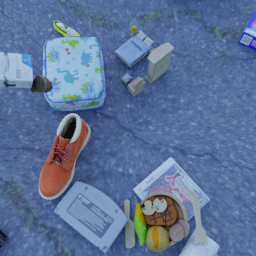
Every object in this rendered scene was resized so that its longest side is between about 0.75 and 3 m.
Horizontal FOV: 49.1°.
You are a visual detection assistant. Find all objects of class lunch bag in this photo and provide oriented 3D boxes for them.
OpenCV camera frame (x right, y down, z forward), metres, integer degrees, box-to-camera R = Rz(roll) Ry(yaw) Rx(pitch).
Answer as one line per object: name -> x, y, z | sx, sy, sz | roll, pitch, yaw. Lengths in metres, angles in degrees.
lunch bag -> -2.038, -2.053, 10.555 | 2.293, 1.176, 2.853 | -6, 71, -4

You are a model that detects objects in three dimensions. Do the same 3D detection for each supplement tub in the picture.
supplement tub -> 2.084, 3.970, 8.583 | 0.897, 0.897, 1.360 | 34, 73, 11

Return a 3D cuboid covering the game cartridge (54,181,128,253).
game cartridge -> -1.163, 2.810, 9.223 | 2.178, 0.452, 1.450 | 34, 70, 14

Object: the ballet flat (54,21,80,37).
ballet flat -> -2.561, -4.053, 11.653 | 1.327, 0.445, 0.443 | 33, 74, 11

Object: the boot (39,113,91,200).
boot -> -2.243, 0.909, 9.321 | 1.114, 1.592, 2.970 | 20, 73, 5

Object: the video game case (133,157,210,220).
video game case -> 1.467, 2.272, 9.539 | 1.777, 0.224, 1.951 | -39, 75, -12

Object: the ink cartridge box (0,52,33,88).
ink cartridge box -> -3.292, -1.599, 7.776 | 1.172, 0.490, 0.850 | -1, 73, -26

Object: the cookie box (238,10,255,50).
cookie box -> 5.765, -4.089, 11.503 | 1.671, 0.734, 1.953 | 28, 72, 11

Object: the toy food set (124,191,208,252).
toy food set -> 1.011, 2.874, 8.711 | 2.588, 0.520, 1.787 | -11, 69, 18

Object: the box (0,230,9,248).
box -> -4.692, 3.464, 8.956 | 1.342, 0.529, 0.947 | 38, 72, 12

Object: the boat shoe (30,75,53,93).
boat shoe -> -2.404, -1.252, 8.017 | 0.470, 1.384, 0.498 | -4, 100, -32

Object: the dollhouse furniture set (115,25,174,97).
dollhouse furniture set -> 0.275, -2.854, 10.694 | 2.110, 1.458, 2.235 | -40, 75, -13
